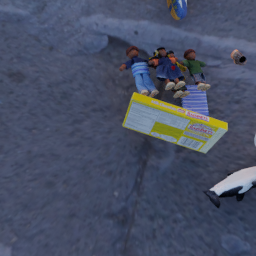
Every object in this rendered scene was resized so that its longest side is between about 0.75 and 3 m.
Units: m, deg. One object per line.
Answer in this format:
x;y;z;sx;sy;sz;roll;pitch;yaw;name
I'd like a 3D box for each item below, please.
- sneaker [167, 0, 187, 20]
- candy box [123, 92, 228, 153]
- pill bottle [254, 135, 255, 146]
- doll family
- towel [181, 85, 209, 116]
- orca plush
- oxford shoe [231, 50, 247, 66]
1.862;-4.838;9.421;1.073;0.916;2.435;-4;83;-12;sneaker
1.149;-0.086;7.298;2.457;1.256;0.325;18;54;-2;candy box
4.204;0.595;6.675;1.164;1.164;2.098;-25;37;-9;pill bottle
1.062;-1.691;7.971;2.729;1.071;1.577;-2;68;-39;doll family
2.021;-0.838;8.534;0.784;0.129;1.083;-1;69;-1;towel
2.872;1.626;7.173;1.974;1.039;0.702;-21;102;-36;orca plush
3.352;-2.000;8.298;0.330;0.924;0.337;-54;54;21;oxford shoe
